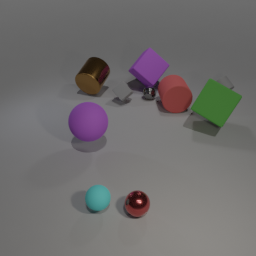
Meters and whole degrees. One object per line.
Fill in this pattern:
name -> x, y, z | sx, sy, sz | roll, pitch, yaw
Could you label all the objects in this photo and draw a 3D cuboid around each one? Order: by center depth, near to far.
ball -> 0.257, 2.062, 7.657 | 0.700, 0.700, 0.700 | 0, 31, 0
ball -> -0.827, 1.917, 7.704 | 0.700, 0.700, 0.700 | 0, 31, 0
ball -> -1.398, -0.219, 9.897 | 1.400, 1.400, 1.400 | 0, 31, 0
cube -> 3.530, -1.000, 11.327 | 1.400, 1.400, 1.400 | 33, 11, 11
cylinder -> 2.199, -1.627, 13.235 | 1.400, 1.400, 1.400 | -2, 31, -3
cube -> -0.242, -1.791, 13.720 | 0.700, 0.700, 0.700 | -41, -4, 6
cylinder -> 4.766, -2.108, 13.873 | 0.700, 0.700, 0.700 | -22, 74, -32
ball -> 1.093, -1.795, 14.224 | 0.700, 0.700, 0.700 | 0, 31, 0
cylinder -> -1.814, -2.700, 14.485 | 1.400, 1.400, 1.400 | 11, 53, 18
cube -> 1.083, -3.192, 14.937 | 1.400, 1.400, 1.400 | 39, -2, -12
